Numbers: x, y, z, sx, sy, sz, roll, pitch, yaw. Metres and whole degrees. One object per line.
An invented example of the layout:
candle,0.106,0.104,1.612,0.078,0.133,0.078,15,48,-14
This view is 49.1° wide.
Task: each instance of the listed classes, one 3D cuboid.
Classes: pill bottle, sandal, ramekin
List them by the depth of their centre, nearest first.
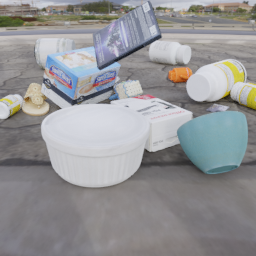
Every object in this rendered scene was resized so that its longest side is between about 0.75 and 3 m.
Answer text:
ramekin,-0.838,0.409,7.529,2.826,1.316,2.826,2,25,-1
pill bottle,-4.747,-0.899,11.194,0.719,0.719,1.284,4,24,10
pill bottle,5.318,-1.355,11.884,0.999,0.999,1.747,-13,28,-27
sandal,-4.097,-1.505,12.200,1.108,0.994,3.022,-8,26,-16
pill bottle,4.020,-2.144,12.830,2.953,1.643,1.643,-21,32,-39
pill bottle,3.005,-5.333,19.956,2.719,1.555,1.555,17,30,35

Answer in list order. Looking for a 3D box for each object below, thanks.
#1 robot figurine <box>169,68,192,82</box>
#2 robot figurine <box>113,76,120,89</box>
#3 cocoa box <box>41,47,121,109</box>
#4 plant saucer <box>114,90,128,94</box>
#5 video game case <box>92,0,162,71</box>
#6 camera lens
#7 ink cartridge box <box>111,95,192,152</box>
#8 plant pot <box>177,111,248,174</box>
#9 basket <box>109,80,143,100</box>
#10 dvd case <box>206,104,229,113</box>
robot figurine,2.987,-2.960,15.665,1.383,0.806,0.994,-6,-9,-11
robot figurine,-1.469,-2.800,14.054,2.210,1.874,1.248,41,55,9
cocoa box,-1.976,-2.147,12.009,1.835,1.805,2.751,37,38,19
plant saucer,-0.308,-1.708,13.492,0.805,0.142,0.805,-11,11,2
video game case,-0.085,-2.286,6.940,1.733,0.164,1.238,-24,58,21
camera lens,-4.766,-4.877,18.437,2.454,1.963,1.963,0,24,0
ink cartridge box,0.731,-0.283,9.495,1.750,0.988,2.385,-14,28,-30
plant pot,2.280,0.496,7.254,1.808,1.808,1.217,-5,67,-10
basket,-0.075,-1.617,12.672,1.214,0.958,1.377,-21,-3,-37
dvd case,3.778,-0.806,11.789,0.667,0.072,0.897,17,29,34
